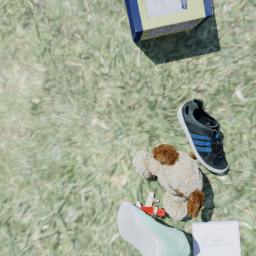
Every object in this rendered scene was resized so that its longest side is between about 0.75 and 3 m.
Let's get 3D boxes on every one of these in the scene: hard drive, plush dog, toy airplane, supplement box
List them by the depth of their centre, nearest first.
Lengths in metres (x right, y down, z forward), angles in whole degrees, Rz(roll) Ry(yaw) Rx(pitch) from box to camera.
[{"bbox_3d":[1.634,1.462,8.786,2.150,2.301,2.680,-36,87,-2],"label":"plush dog"},{"bbox_3d":[1.162,-4.463,9.249,2.484,1.669,2.486,-12,97,-1],"label":"supplement box"},{"bbox_3d":[0.723,2.854,9.581,1.004,0.709,1.000,-43,47,7],"label":"toy airplane"},{"bbox_3d":[3.069,4.452,9.623,1.577,0.303,2.390,-3,87,0],"label":"hard drive"}]

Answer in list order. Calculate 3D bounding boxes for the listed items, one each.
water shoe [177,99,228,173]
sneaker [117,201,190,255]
[{"bbox_3d":[2.634,0.295,9.349,0.961,1.060,2.687,-31,87,-33],"label":"water shoe"},{"bbox_3d":[0.768,3.301,8.939,1.590,2.696,0.992,18,97,-31],"label":"sneaker"}]
